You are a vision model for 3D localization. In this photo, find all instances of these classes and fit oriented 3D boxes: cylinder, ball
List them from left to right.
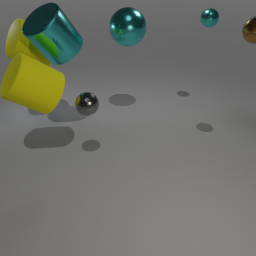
[{"bbox_3d":[-3.521,-3.040,10.224,1.400,1.400,1.400,12,16,-41],"label":"cylinder"},{"bbox_3d":[-2.848,-1.295,8.398,1.400,1.400,1.400,23,12,-38],"label":"cylinder"},{"bbox_3d":[-2.411,-3.010,9.068,1.400,1.400,1.400,-13,57,21],"label":"cylinder"},{"bbox_3d":[-1.208,-0.709,8.282,0.700,0.700,0.700,0,29,0],"label":"ball"},{"bbox_3d":[-0.007,-3.768,10.489,1.400,1.400,1.400,0,29,0],"label":"ball"},{"bbox_3d":[3.192,-4.295,10.939,0.700,0.700,0.700,0,29,0],"label":"ball"},{"bbox_3d":[3.465,-2.639,7.572,0.700,0.700,0.700,0,29,0],"label":"ball"}]
